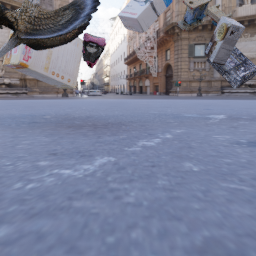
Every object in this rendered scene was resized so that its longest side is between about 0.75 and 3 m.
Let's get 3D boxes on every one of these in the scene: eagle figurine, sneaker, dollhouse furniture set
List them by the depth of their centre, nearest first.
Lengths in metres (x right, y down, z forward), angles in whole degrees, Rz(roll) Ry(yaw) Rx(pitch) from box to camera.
[{"bbox_3d":[-2.379,-3.005,7.845,2.946,2.235,2.223,8,-40,-18],"label":"eagle figurine"},{"bbox_3d":[-1.077,-2.265,8.392,0.772,0.932,1.953,11,11,-4],"label":"sneaker"},{"bbox_3d":[2.832,-4.118,10.615,1.084,1.546,1.090,-31,-24,-21],"label":"dollhouse furniture set"}]

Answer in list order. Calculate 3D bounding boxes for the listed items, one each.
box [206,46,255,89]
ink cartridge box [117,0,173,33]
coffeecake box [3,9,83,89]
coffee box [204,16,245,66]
[{"bbox_3d":[4.200,-2.513,11.185,1.333,1.691,0.421,-32,-19,-23],"label":"box"},{"bbox_3d":[0.563,-4.035,9.446,1.116,1.524,0.654,32,-13,44],"label":"ink cartridge box"},{"bbox_3d":[-3.257,-3.071,11.318,1.053,2.212,2.882,6,-8,35],"label":"coffeecake box"},{"bbox_3d":[3.071,-2.792,9.032,0.522,1.308,0.739,8,37,-18],"label":"coffee box"}]
